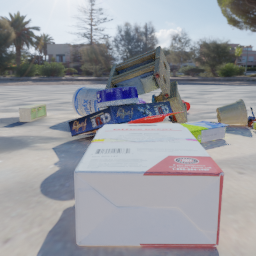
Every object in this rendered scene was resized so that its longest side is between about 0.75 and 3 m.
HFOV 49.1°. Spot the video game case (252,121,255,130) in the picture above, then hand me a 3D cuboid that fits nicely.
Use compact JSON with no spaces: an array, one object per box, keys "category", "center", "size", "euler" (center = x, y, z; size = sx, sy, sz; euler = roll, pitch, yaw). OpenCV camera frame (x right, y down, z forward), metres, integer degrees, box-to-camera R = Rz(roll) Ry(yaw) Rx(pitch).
[{"category":"video game case","center":[5.391,0.018,9.330],"size":[1.734,0.310,1.572],"euler":[-3,13,-16]}]

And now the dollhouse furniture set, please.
[{"category":"dollhouse furniture set","center":[0.780,-1.023,10.076],"size":[1.937,2.749,1.926],"euler":[-16,36,22]}]

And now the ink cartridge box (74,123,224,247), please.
[{"category":"ink cartridge box","center":[0.259,0.624,4.529],"size":[1.689,0.979,2.900],"euler":[0,13,2]}]

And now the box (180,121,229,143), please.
[{"category":"box","center":[2.103,0.106,8.592],"size":[1.797,0.428,1.095],"euler":[-7,13,-32]}]

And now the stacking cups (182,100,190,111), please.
[{"category":"stacking cups","center":[2.552,-1.393,15.438],"size":[0.763,0.763,2.521],"euler":[-5,13,-25]}]

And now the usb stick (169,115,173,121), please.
[{"category":"usb stick","center":[2.003,-0.373,11.658],"size":[0.340,0.200,1.228],"euler":[-1,11,-8]}]

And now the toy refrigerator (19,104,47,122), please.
[{"category":"toy refrigerator","center":[-4.092,-0.685,12.220],"size":[0.552,0.598,1.576],"euler":[2,11,9]}]

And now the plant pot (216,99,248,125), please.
[{"category":"plant pot","center":[3.958,-0.533,10.801],"size":[0.949,1.037,1.037],"euler":[-10,10,8]}]

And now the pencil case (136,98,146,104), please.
[{"category":"pencil case","center":[0.554,-1.224,14.745],"size":[0.695,0.682,1.625],"euler":[0,11,-12]}]

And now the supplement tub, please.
[{"category":"supplement tub","center":[-1.292,-1.098,12.309],"size":[2.104,1.388,1.388],"euler":[8,13,36]}]

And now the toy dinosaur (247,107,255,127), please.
[{"category":"toy dinosaur","center":[4.809,-0.247,10.984],"size":[1.029,0.595,1.134],"euler":[11,47,-24]}]

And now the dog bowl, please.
[{"category":"dog bowl","center":[-0.297,-0.862,7.916],"size":[1.169,0.461,1.169],"euler":[-7,3,0]}]

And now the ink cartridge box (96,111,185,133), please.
[{"category":"ink cartridge box","center":[0.355,0.011,7.616],"size":[1.996,0.500,1.606],"euler":[-12,-1,45]}]

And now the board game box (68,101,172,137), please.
[{"category":"board game box","center":[-0.159,-0.316,8.907],"size":[1.924,0.491,2.840],"euler":[-16,-4,42]}]
